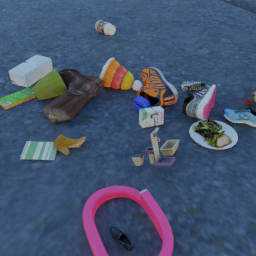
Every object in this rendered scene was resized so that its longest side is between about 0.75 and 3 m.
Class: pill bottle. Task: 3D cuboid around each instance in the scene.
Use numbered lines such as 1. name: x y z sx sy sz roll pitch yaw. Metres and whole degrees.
1. pill bottle: -1.528 -6.809 19.064 1.330 0.774 0.774 31 48 34

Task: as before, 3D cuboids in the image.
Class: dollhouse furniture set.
1. dollhouse furniture set: 0.964 0.402 9.380 1.304 1.168 1.646 -4 16 27

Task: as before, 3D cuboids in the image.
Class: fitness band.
1. fitness band: -0.035 2.581 7.249 2.024 0.527 2.819 -16 40 -19

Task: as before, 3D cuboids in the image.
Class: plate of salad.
1. plate of salad: 3.188 0.146 10.435 1.764 0.424 1.764 -1 38 1

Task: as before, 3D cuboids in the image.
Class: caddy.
1. caddy: 0.600 -1.017 11.805 0.781 0.552 0.410 34 53 24

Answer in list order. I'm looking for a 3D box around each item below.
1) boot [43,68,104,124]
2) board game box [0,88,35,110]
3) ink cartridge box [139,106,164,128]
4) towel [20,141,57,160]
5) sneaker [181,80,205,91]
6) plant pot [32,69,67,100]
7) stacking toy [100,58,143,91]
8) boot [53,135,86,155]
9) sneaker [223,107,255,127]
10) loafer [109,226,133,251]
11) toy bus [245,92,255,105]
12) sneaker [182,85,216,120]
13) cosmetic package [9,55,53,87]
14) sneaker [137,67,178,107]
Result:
1. boot: -2.864 -1.403 12.134 2.736 0.943 2.936 13 46 29
2. board game box: -4.921 -1.350 12.524 1.590 0.238 0.759 -33 49 -32
3. ink cartridge box: 0.919 -0.437 10.931 0.907 0.662 0.381 -10 30 -16
4. towel: -3.086 0.799 9.848 1.174 0.137 0.896 2 39 -1
5. sneaker: 3.051 -2.094 13.328 1.119 0.420 0.646 -6 36 -6
6. plant pot: -3.558 -1.808 12.524 1.262 1.181 1.181 -33 47 -14
7. stacking toy: -0.241 -2.253 13.136 1.997 1.459 1.459 26 42 2
8. boot: -2.103 0.446 10.002 0.747 0.367 1.043 39 59 19
9. sneaker: 4.612 -0.584 11.136 1.577 0.709 0.618 12 40 15
10. loafer: -0.170 2.784 7.168 0.277 0.287 0.816 -30 47 -33
11. toy bus: 5.804 -1.145 11.881 1.339 0.692 1.263 -49 20 -8
12. sneaker: 2.962 -1.177 11.697 1.133 0.955 2.590 10 34 24
13. cosmetic package: -4.834 -2.890 14.073 1.032 0.752 2.031 15 39 18
14. sneaker: 0.935 -1.860 12.522 1.487 1.029 2.654 -17 41 -22
